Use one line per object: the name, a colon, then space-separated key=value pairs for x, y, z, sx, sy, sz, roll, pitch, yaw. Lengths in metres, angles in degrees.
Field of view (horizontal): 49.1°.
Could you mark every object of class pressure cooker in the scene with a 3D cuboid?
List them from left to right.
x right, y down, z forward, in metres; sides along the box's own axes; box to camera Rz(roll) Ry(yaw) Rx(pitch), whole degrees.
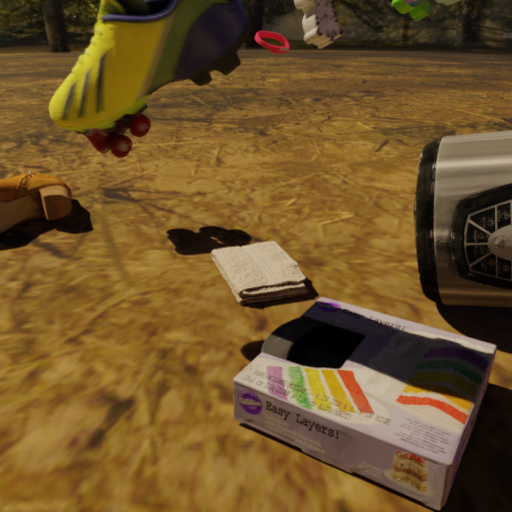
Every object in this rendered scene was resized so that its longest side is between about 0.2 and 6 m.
pressure cooker: x=3.424 y=-0.488 z=6.979 sx=2.600 sy=2.287 sz=2.323 roll=1 pitch=64 yaw=25

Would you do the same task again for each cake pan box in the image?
cake pan box: x=1.110 y=1.266 z=5.681 sx=2.176 sy=0.569 sz=2.004 roll=15 pitch=27 yaw=29

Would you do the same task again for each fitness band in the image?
fitness band: x=0.238 y=-3.055 z=8.015 sx=0.547 sy=0.102 sz=0.393 roll=-8 pitch=57 yaw=-35

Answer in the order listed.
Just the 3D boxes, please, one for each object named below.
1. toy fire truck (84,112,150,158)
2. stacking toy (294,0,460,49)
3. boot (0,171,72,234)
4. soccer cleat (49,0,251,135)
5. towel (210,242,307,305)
toy fire truck: x=-2.442 y=-2.349 z=9.589 sx=0.677 sy=1.014 sz=1.208 roll=33 pitch=77 yaw=23
stacking toy: x=2.408 y=-3.775 z=7.673 sx=3.241 sy=0.762 sz=2.444 roll=-23 pitch=9 yaw=-39
boot: x=-4.812 y=-1.028 z=10.407 sx=2.654 sy=0.934 sz=1.900 roll=-7 pitch=20 yaw=-26
soccer cleat: x=-1.339 y=-2.122 z=5.810 sx=2.795 sy=1.169 sz=0.904 roll=-12 pitch=47 yaw=35
towel: x=0.016 y=0.193 z=8.318 sx=1.080 sy=0.281 sz=1.630 roll=-8 pitch=26 yaw=-18
